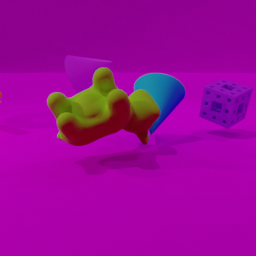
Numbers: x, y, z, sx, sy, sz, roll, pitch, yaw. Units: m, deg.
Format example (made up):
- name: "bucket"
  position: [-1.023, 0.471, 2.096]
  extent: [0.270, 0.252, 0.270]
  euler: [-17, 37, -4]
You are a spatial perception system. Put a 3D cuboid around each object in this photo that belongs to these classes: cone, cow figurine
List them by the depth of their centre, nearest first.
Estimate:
- name: "cow figurine"
  position: [-0.309, -0.164, 4.512]
  extent: [1.684, 1.657, 0.925]
  euler: [-28, 61, -8]
- name: "cone"
  position: [0.532, -0.315, 5.433]
  extent: [1.051, 1.055, 1.051]
  euler: [10, -30, 6]
- name: "cone"
  position: [-1.276, -2.204, 10.408]
  extent: [1.545, 1.539, 1.539]
  euler: [-16, 8, 15]

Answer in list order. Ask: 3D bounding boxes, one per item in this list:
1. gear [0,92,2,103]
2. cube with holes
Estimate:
- name: "gear"
  position: [-3.597, -1.188, 6.376]
  extent: [1.681, 1.681, 0.311]
  euler: [10, 43, 40]
- name: "cube with holes"
  position: [2.132, -0.552, 6.146]
  extent: [0.735, 0.735, 0.735]
  euler: [-24, 39, -37]
